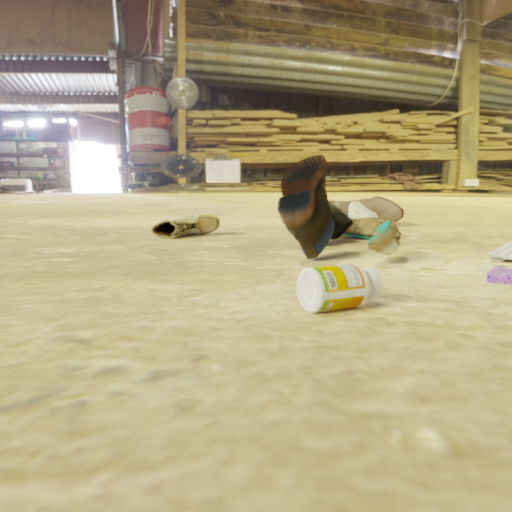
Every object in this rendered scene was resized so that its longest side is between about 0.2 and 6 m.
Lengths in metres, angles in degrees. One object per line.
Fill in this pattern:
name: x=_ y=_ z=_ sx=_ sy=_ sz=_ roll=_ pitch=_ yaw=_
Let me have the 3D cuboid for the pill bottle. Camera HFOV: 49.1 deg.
pill bottle: x=1.038 y=0.381 z=6.839 sx=0.977 sy=0.542 sz=0.542 roll=-4 pitch=9 yaw=-27

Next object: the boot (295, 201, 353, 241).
boot: x=1.121 y=-1.185 z=13.181 sx=1.699 sy=0.881 sz=2.601 roll=51 pitch=24 yaw=21

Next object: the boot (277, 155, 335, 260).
boot: x=1.036 y=-1.007 z=10.982 sx=0.898 sy=1.165 sz=2.403 roll=-8 pitch=34 yaw=25

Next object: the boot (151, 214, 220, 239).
boot: x=-1.809 y=-0.758 z=14.520 sx=1.541 sy=0.555 sz=1.192 roll=-4 pitch=6 yaw=15

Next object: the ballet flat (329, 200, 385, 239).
ballet flat: x=2.265 y=-0.964 z=14.535 sx=2.915 sy=0.952 sz=1.028 roll=6 pitch=10 yaw=32

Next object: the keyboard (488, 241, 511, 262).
keyboard: x=5.837 y=-0.163 z=11.700 sx=1.079 sy=0.204 sz=3.835 roll=6 pitch=11 yaw=34

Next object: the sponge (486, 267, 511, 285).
sponge: x=4.115 y=0.335 z=8.422 sx=1.141 sy=0.170 sz=0.637 roll=5 pitch=10 yaw=34

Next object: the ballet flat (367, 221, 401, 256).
ballet flat: x=2.440 y=-0.294 z=10.352 sx=0.552 sy=0.511 sz=1.564 roll=-38 pitch=-2 yaw=27

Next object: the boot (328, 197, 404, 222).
boot: x=2.903 y=-1.249 z=17.264 sx=2.657 sy=0.933 sz=1.943 roll=9 pitch=19 yaw=42
